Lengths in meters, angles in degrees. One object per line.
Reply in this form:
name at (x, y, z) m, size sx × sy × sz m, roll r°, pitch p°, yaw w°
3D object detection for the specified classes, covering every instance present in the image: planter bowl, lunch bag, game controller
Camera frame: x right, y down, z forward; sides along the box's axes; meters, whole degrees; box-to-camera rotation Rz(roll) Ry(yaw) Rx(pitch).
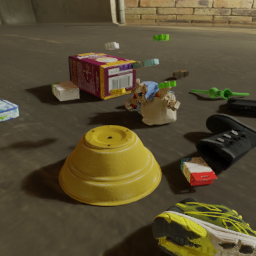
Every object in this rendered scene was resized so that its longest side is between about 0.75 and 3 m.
planter bowl at (-0.440, 0.643, 6.914) m, size 2.588 × 1.078 × 2.588 m, roll 1°, pitch 26°, yaw 0°
lunch bag at (-4.681, -0.669, 10.354) m, size 1.203 × 0.496 × 0.967 m, roll 22°, pitch 31°, yaw 37°
game controller at (5.109, -0.833, 10.854) m, size 2.427 × 0.511 × 1.266 m, roll 7°, pitch 12°, yaw 14°

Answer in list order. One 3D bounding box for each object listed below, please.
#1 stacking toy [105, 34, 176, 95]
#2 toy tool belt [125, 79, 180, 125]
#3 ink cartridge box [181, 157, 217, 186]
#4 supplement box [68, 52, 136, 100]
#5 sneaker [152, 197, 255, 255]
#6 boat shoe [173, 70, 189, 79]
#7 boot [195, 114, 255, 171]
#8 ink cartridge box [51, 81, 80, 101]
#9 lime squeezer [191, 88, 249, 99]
stacking toy at (0.328, -1.837, 8.239) m, size 1.992 × 1.502 × 0.468 m, roll -6°, pitch 9°, yaw 12°
toy tool belt at (0.845, -1.219, 10.275) m, size 1.546 × 1.521 × 2.475 m, roll -11°, pitch 28°, yaw -22°
ink cartridge box at (1.705, 1.092, 6.817) m, size 0.556 × 0.322 × 0.956 m, roll -4°, pitch 25°, yaw -8°
supplement box at (-1.223, -2.527, 13.067) m, size 1.886 × 1.487 × 2.881 m, roll -21°, pitch 33°, yaw -37°
sneaker at (1.761, 1.789, 4.591) m, size 2.667 × 0.993 × 1.129 m, roll 16°, pitch 30°, yaw 30°
boat shoe at (2.767, -2.898, 15.152) m, size 1.229 × 0.442 × 0.418 m, roll -10°, pitch 22°, yaw -41°
boot at (2.556, 0.300, 7.944) m, size 1.799 × 0.717 × 2.183 m, roll 23°, pitch 32°, yaw 38°
ink cartridge box at (-2.760, -1.647, 12.346) m, size 0.896 × 0.516 × 1.228 m, roll -13°, pitch 28°, yaw -25°
lime squeezer at (4.041, -1.479, 12.287) m, size 2.504 × 0.472 × 0.884 m, roll 5°, pitch -5°, yaw 13°
